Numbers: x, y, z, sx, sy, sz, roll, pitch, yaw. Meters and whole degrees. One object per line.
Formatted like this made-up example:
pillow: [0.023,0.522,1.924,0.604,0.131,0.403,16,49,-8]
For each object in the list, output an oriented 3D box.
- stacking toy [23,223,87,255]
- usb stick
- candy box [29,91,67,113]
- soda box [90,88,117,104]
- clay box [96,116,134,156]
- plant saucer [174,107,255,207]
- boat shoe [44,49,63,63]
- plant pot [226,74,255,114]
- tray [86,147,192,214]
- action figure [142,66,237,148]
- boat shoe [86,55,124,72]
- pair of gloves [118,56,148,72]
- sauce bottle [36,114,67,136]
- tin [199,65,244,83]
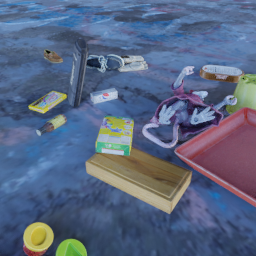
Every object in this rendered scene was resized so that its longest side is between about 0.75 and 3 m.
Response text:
stacking toy: [-1.320,2.304,4.552,1.114,0.520,1.230,23,36,-13]
usb stick: [-1.505,-1.554,8.353,0.377,2.311,0.641,-2,53,-20]
candy box: [-2.628,-0.875,9.240,0.602,0.156,1.178,18,38,20]
soda box: [-0.801,-1.087,9.435,0.875,0.278,0.299,-15,37,-21]
clay box: [-0.283,0.135,6.760,0.783,0.324,1.363,7,28,1]
plant saucer: [3.008,0.690,6.219,2.856,0.524,2.851,-26,38,-29]
boat shoe: [-3.344,-3.170,12.365,1.171,0.398,0.421,23,41,30]
plant pot: [3.727,-1.008,8.599,1.196,1.100,1.196,-1,35,0]
tray: [0.221,0.985,6.316,2.154,0.399,1.062,21,39,26]
action figure: [1.822,-0.490,8.027,1.826,2.030,2.726,36,21,2]
boat shoe: [-1.039,-2.651,11.377,1.776,0.665,0.549,14,36,22]
pair of gloves: [0.138,-2.807,11.964,1.271,0.262,1.494,-5,36,-8]
sauce bottle: [-2.169,-0.085,7.956,0.308,0.308,0.934,22,39,29]
tin: [3.665,-2.145,10.965,1.667,0.349,0.933,9,31,14]
